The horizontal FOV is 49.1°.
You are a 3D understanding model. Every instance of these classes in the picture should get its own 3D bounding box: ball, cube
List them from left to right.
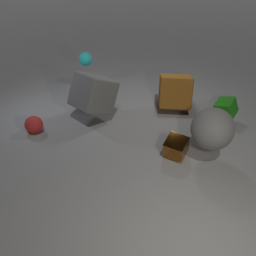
[{"bbox_3d":[-3.698,-0.133,10.996,0.700,0.700,0.700,0,31,0],"label":"ball"},{"bbox_3d":[-2.213,-3.579,14.559,0.700,0.700,0.700,0,31,0],"label":"ball"},{"bbox_3d":[-1.416,-1.428,11.450,1.400,1.400,1.400,27,19,38],"label":"cube"},{"bbox_3d":[2.108,-1.652,12.569,1.400,1.400,1.400,3,18,3],"label":"cube"},{"bbox_3d":[1.636,0.654,9.533,0.700,0.700,0.700,20,55,23],"label":"cube"},{"bbox_3d":[2.745,0.031,9.090,1.400,1.400,1.400,0,31,0],"label":"ball"},{"bbox_3d":[4.032,-0.826,11.517,0.700,0.700,0.700,6,43,42],"label":"cube"}]
